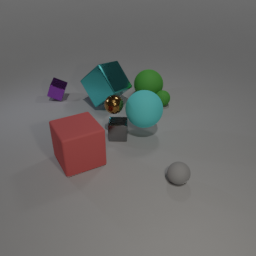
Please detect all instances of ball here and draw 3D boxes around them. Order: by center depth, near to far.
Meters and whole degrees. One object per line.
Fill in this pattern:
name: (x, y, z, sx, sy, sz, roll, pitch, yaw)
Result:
ball: (1.536, 1.364, 8.471, 0.700, 0.700, 0.700, 0, 32, 0)
ball: (-0.517, -0.859, 10.228, 0.700, 0.700, 0.700, 0, 32, 0)
ball: (0.601, -0.705, 10.420, 1.400, 1.400, 1.400, 0, 32, 0)
ball: (1.596, -1.383, 12.892, 0.700, 0.700, 0.700, 0, 32, 0)
ball: (0.983, -2.097, 13.423, 1.400, 1.400, 1.400, 0, 32, 0)

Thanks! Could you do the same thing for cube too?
cube: (-1.643, 0.494, 9.229, 1.400, 1.400, 1.400, -16, 35, -24)
cube: (-0.372, 0.041, 10.644, 0.700, 0.700, 0.700, 1, 31, 3)
cube: (-0.970, -1.990, 12.590, 1.400, 1.400, 1.400, -31, -1, 39)
cube: (-3.367, -1.851, 13.365, 0.700, 0.700, 0.700, 19, 40, -13)
